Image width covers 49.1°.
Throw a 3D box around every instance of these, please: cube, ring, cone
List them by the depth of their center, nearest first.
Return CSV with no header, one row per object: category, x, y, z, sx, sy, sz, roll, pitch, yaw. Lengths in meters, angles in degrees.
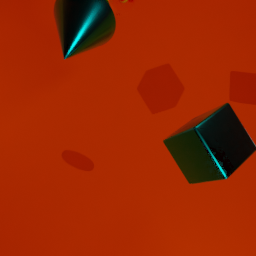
cube,1.403,0.294,4.885,0.955,0.955,0.955,-32,90,-30
cone,-1.149,-1.970,6.120,1.499,1.499,1.504,12,52,1
ring,-0.214,-3.673,6.590,0.406,2.032,2.032,11,84,26
